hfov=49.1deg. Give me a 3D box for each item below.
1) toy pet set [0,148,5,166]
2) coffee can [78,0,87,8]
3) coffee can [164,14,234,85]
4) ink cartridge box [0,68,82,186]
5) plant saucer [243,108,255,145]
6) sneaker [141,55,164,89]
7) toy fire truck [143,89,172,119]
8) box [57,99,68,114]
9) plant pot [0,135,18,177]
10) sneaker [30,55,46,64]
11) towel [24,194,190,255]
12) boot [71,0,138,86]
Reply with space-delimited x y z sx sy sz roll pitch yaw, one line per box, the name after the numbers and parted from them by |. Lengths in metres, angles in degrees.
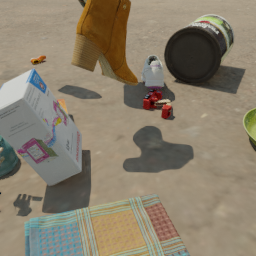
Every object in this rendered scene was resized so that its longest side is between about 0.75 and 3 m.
-3.191 0.776 5.106 1.666 1.556 0.885 1 23 2 | toy pet set
-0.873 -4.127 8.870 1.298 1.773 1.298 -9 65 19 | coffee can
2.863 -3.148 10.966 2.059 2.059 2.813 15 34 23 | coffee can
-1.782 -0.004 5.813 0.840 1.985 1.434 -24 33 7 | ink cartridge box
4.348 0.238 7.024 2.852 0.443 2.852 0 32 0 | plant saucer
0.935 -2.067 9.967 0.821 1.092 2.193 -2 18 -3 | sneaker
0.980 -0.801 8.804 0.946 0.327 1.341 12 32 16 | toy fire truck
-2.040 -0.386 7.988 0.610 0.478 0.980 -9 33 -15 | box
-3.075 0.545 6.283 1.038 0.695 1.038 0 31 0 | plant pot
-3.979 -3.031 12.542 0.299 0.283 0.775 39 52 20 | sneaker
-0.374 1.910 4.484 2.489 0.270 1.826 -9 34 -15 | towel
-0.214 -1.984 6.404 0.847 1.723 2.407 26 10 31 | boot
